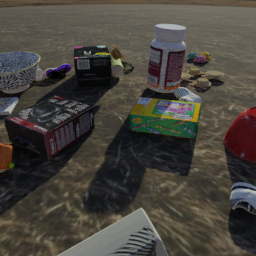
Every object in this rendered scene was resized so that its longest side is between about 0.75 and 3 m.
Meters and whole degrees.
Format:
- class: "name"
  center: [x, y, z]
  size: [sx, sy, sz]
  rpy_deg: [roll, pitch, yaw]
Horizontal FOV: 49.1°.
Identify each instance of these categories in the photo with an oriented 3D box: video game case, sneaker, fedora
- class: "video game case"
  center: [-5.630, -0.929, 11.870]
  size: [1.582, 0.181, 1.440]
  rpy_deg: [-3, 30, -4]
- class: "sneaker"
  center: [2.377, -1.338, 12.219]
  size: [0.860, 0.548, 1.489]
  rpy_deg: [-19, 36, -34]
- class: "sneaker"
  center: [3.331, 1.843, 6.794]
  size: [1.626, 0.621, 0.655]
  rpy_deg: [6, 41, 19]
- class: "fedora"
  center: [-0.595, -3.658, 13.879]
  size: [0.395, 0.969, 0.969]
  rpy_deg: [-36, 29, 12]
- class: "sneaker"
  center: [-3.653, -3.006, 15.187]
  size: [1.578, 0.548, 0.785]
  rpy_deg: [-28, 45, -32]

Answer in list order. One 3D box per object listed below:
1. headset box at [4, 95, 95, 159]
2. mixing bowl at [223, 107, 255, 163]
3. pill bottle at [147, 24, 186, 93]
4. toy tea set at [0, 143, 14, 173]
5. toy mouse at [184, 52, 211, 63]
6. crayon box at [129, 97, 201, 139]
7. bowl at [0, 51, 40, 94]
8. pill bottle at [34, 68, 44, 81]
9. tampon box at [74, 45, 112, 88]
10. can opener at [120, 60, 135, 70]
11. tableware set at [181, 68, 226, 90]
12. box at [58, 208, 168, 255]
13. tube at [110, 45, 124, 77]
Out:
- class: "headset box"
  center: [-2.699, -0.094, 9.606]
  size: [1.924, 0.998, 2.585]
  rpy_deg: [17, 35, 27]
- class: "mixing bowl"
  center: [4.386, 0.061, 9.142]
  size: [2.265, 1.226, 2.265]
  rpy_deg: [0, 29, 0]
- class: "pill bottle"
  center: [1.807, -3.259, 13.129]
  size: [1.644, 2.880, 1.644]
  rpy_deg: [3, 30, -2]
- class: "toy tea set"
  center: [-4.472, 0.775, 8.312]
  size: [1.523, 0.948, 2.560]
  rpy_deg: [18, -8, -41]
- class: "toy mouse"
  center: [4.451, -4.557, 17.930]
  size: [1.806, 0.393, 2.032]
  rpy_deg: [-5, 30, -8]
- class: "crayon box"
  center: [1.401, -0.422, 10.358]
  size: [2.424, 0.706, 1.440]
  rpy_deg: [8, 34, 16]
- class: "bowl"
  center: [-5.528, -2.520, 13.351]
  size: [2.893, 1.358, 2.893]
  rpy_deg: [-2, 34, 1]
- class: "pill bottle"
  center: [-5.036, -2.944, 14.888]
  size: [0.655, 0.655, 1.147]
  rpy_deg: [-26, 39, -37]
- class: "tampon box"
  center: [-1.841, -3.236, 14.519]
  size: [1.812, 1.527, 2.418]
  rpy_deg: [-5, 30, -8]
- class: "can opener"
  center: [-0.118, -3.697, 16.610]
  size: [0.448, 0.357, 1.339]
  rpy_deg: [31, 1, -42]
- class: "tableware set"
  center: [3.711, -2.733, 14.893]
  size: [2.197, 0.305, 2.630]
  rpy_deg: [25, 38, 38]
- class: "box"
  center: [-0.455, 2.378, 4.790]
  size: [2.221, 0.913, 0.759]
  rpy_deg: [-29, 37, -7]
- class: "tube"
  center: [-0.782, -3.832, 16.132]
  size: [0.848, 0.759, 2.922]
  rpy_deg: [-28, 33, 7]
